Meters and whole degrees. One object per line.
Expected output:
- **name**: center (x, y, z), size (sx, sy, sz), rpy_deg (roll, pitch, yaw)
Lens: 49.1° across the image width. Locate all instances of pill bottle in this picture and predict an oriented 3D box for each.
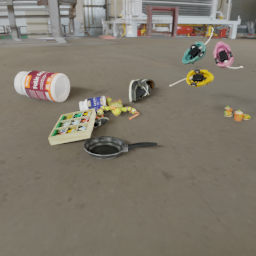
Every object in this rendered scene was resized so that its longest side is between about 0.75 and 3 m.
- **pill bottle**: center (-4.279, -2.114, 13.920), size (2.459, 1.404, 1.404), rpy_deg (9, 25, 21)
- **pill bottle**: center (-1.505, -0.977, 12.159), size (1.129, 0.653, 0.653), rpy_deg (-11, 23, 0)

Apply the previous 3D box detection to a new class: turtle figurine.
- **turtle figurine**: center (-0.647, -0.917, 12.060), size (2.082, 0.671, 1.679), rpy_deg (-4, 23, -10)

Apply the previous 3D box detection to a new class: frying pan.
- **frying pan**: center (-0.329, 0.554, 9.031), size (2.212, 0.360, 1.338), rpy_deg (-8, 25, -23)

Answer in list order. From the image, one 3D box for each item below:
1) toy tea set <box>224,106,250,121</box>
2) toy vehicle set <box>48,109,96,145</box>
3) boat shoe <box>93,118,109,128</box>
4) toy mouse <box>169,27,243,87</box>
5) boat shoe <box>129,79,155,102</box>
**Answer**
- **toy tea set**: center (4.505, -0.677, 11.782), size (0.719, 0.448, 1.210), rpy_deg (-13, 26, -29)
- **toy vehicle set**: center (-1.966, -0.102, 10.277), size (1.380, 0.294, 2.221), rpy_deg (-11, 23, 4)
- **boat shoe**: center (-1.150, -0.168, 10.787), size (0.885, 0.318, 0.299), rpy_deg (-14, 28, -15)
- **toy mouse**: center (2.619, -2.259, 9.092), size (2.295, 2.040, 0.444), rpy_deg (2, -17, 37)
- **boat shoe**: center (0.683, -1.970, 14.129), size (0.923, 0.980, 2.729), rpy_deg (3, 21, 18)
